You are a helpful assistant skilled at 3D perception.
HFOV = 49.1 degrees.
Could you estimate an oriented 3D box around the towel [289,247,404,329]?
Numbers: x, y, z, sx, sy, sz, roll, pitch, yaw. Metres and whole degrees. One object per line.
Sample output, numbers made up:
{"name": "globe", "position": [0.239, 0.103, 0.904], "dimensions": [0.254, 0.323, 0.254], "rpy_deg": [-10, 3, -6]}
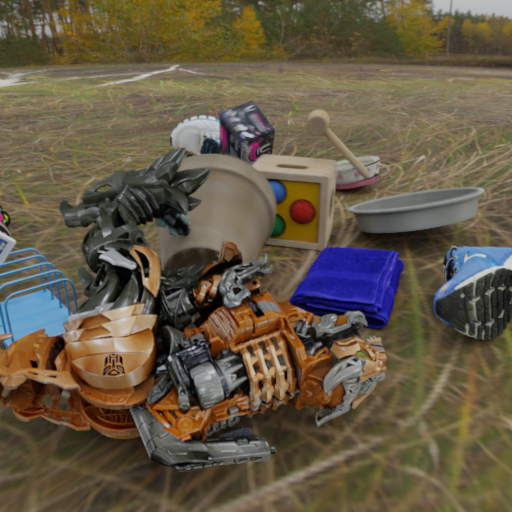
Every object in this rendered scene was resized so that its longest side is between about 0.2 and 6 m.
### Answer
{"name": "towel", "position": [1.658, 0.417, 9.844], "dimensions": [1.660, 0.557, 2.248], "rpy_deg": [10, 26, 18]}

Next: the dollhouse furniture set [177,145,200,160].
{"name": "dollhouse furniture set", "position": [-1.521, -1.957, 14.337], "dimensions": [1.402, 1.229, 0.931], "rpy_deg": [17, 11, -33]}

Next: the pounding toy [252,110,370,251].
{"name": "pounding toy", "position": [1.083, -1.522, 11.462], "dimensions": [2.354, 2.679, 1.226], "rpy_deg": [7, 29, 14]}

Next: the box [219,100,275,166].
{"name": "box", "position": [-0.210, -2.512, 12.582], "dimensions": [0.883, 1.538, 1.017], "rpy_deg": [-27, 67, -15]}

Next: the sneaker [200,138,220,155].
{"name": "sneaker", "position": [-0.392, -2.560, 15.992], "dimensions": [1.343, 1.161, 3.098], "rpy_deg": [-14, 36, -41]}

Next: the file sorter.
{"name": "file sorter", "position": [-3.618, 0.640, 8.855], "dimensions": [1.114, 0.985, 1.606], "rpy_deg": [-18, 29, -35]}

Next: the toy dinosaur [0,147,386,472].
{"name": "toy dinosaur", "position": [-1.386, 0.798, 6.849], "dimensions": [5.592, 2.857, 3.796], "rpy_deg": [15, 38, -20]}

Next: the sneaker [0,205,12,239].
{"name": "sneaker", "position": [-5.652, -0.691, 12.015], "dimensions": [2.095, 0.773, 0.916], "rpy_deg": [17, 35, 42]}

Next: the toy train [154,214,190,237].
{"name": "toy train", "position": [-1.386, -0.668, 8.630], "dimensions": [0.397, 0.932, 0.531], "rpy_deg": [-43, 35, 6]}

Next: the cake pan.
{"name": "cake pan", "position": [3.447, -0.997, 12.150], "dimensions": [2.843, 0.521, 2.843], "rpy_deg": [-10, 9, 2]}

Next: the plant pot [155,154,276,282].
{"name": "plant pot", "position": [-0.797, -0.321, 9.854], "dimensions": [2.275, 2.275, 1.974], "rpy_deg": [1, 41, 3]}

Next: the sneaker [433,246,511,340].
{"name": "sneaker", "position": [3.592, 0.508, 9.238], "dimensions": [1.325, 1.167, 2.972], "rpy_deg": [11, 18, 41]}

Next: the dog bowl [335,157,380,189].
{"name": "dog bowl", "position": [2.652, -2.270, 15.404], "dimensions": [1.566, 0.577, 1.566], "rpy_deg": [-12, 17, 4]}

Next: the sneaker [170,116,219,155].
{"name": "sneaker", "position": [-1.083, -3.789, 18.365], "dimensions": [3.458, 1.296, 1.499], "rpy_deg": [-4, 30, -8]}

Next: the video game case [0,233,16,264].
{"name": "video game case", "position": [-5.042, -0.123, 8.571], "dimensions": [2.084, 1.492, 0.188], "rpy_deg": [32, 1, -20]}
